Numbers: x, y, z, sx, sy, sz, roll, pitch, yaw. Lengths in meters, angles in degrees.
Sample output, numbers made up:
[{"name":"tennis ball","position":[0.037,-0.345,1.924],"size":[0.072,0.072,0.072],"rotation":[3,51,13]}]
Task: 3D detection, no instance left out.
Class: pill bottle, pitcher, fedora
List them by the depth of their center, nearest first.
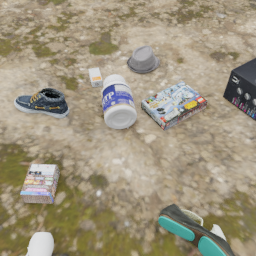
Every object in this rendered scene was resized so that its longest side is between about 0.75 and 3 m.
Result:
[{"name":"pitcher","position":[-2.628,3.603,7.980],"size":[0.965,0.682,1.125],"rotation":[-6,59,7]},{"name":"pill bottle","position":[-0.437,-1.154,11.636],"size":[1.302,1.302,2.176],"rotation":[-7,50,-6]},{"name":"fedora","position":[0.775,-3.569,14.106],"size":[1.625,0.830,1.837],"rotation":[28,55,23]}]

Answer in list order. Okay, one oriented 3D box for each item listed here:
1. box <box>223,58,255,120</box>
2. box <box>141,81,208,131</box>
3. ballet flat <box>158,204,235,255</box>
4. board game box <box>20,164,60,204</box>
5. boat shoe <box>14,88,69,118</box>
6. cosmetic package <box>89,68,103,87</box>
[{"name":"box","position":[5.834,-1.403,11.693],"size":[1.827,1.585,2.989],"rotation":[-28,54,-22]},{"name":"box","position":[1.988,-1.015,12.092],"size":[2.375,0.474,1.626],"rotation":[-27,54,-22]},{"name":"ballet flat","position":[2.178,3.102,8.242],"size":[2.694,0.916,0.921],"rotation":[33,46,25]},{"name":"board game box","position":[-2.934,1.871,9.489],"size":[0.958,0.582,1.201],"rotation":[2,49,2]},{"name":"boat shoe","position":[-3.720,-1.232,11.838],"size":[2.520,1.144,0.891],"rotation":[11,50,9]},{"name":"cosmetic package","position":[-1.549,-2.428,13.415],"size":[0.516,0.362,1.017],"rotation":[-11,49,-10]}]
